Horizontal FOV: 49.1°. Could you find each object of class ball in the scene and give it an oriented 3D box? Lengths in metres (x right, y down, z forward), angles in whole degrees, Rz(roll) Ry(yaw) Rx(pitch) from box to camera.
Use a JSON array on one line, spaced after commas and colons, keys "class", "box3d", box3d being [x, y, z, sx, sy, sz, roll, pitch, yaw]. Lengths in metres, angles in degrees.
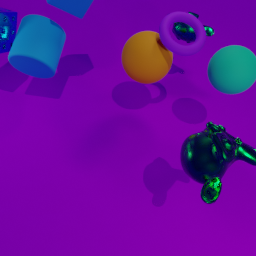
[{"class": "ball", "box3d": [2.509, -1.390, 6.735, 1.149, 1.149, 1.149, 0, 47, 0]}, {"class": "ball", "box3d": [0.515, -1.896, 7.576, 1.383, 1.383, 1.383, 0, 47, 0]}]

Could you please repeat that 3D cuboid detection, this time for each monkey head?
[{"class": "monkey head", "box3d": [1.498, 0.514, 4.733, 1.173, 0.983, 1.631, 23, 31, -12]}, {"class": "monkey head", "box3d": [1.947, -3.264, 8.820, 1.545, 0.931, 1.112, 21, 87, 4]}]

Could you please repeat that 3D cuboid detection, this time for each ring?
[{"class": "ring", "box3d": [1.332, -2.304, 6.827, 1.199, 0.240, 1.199, 3, 73, -10]}]

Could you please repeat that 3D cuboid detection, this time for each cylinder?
[{"class": "cylinder", "box3d": [-2.598, -2.315, 8.097, 1.309, 1.309, 1.309, 9, 73, 8]}]

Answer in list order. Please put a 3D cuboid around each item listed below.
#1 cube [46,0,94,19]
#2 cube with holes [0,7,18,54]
[{"class": "cube", "box3d": [-1.494, -3.724, 7.263, 1.042, 1.042, 1.042, 11, 45, -42]}, {"class": "cube with holes", "box3d": [-4.018, -2.854, 7.985, 1.134, 1.134, 1.134, 18, 26, 6]}]
